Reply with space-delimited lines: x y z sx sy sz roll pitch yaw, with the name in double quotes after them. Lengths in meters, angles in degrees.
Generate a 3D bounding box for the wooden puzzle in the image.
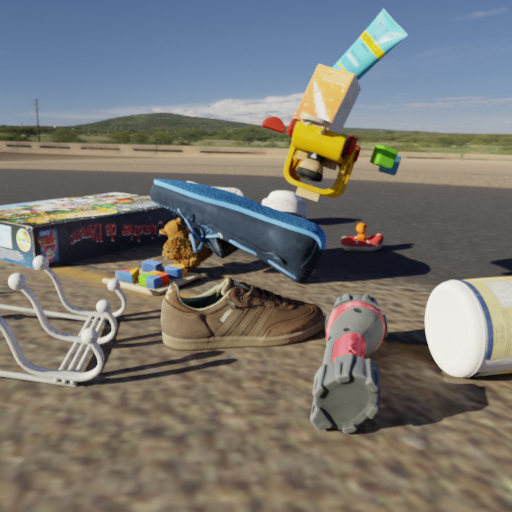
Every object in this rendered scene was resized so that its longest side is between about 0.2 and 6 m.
-1.744 0.323 9.506 1.200 0.300 1.296 9 15 35 "wooden puzzle"

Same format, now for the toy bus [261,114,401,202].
0.885 -1.292 7.999 1.907 0.985 1.800 13 9 -32 "toy bus"

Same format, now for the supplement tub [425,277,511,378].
2.675 0.738 6.015 1.419 1.024 1.024 -3 13 -12 "supplement tub"

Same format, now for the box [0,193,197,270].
-4.011 -0.747 12.943 3.107 0.857 4.549 9 16 35 "box"

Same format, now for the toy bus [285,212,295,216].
0.674 -0.997 15.028 0.333 0.401 1.023 1 12 31 "toy bus"

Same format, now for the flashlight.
1.008 0.983 5.710 0.724 0.721 2.131 4 12 9 "flashlight"

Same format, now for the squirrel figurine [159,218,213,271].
-1.313 -0.205 10.021 0.688 0.908 0.973 -28 10 11 "squirrel figurine"

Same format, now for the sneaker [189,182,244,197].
-1.518 -1.831 18.030 2.427 0.946 1.206 10 7 4 "sneaker"

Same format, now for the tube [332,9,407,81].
1.989 -3.839 11.146 2.068 0.801 0.521 -43 -20 26 "tube"

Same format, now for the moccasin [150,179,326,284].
-0.495 -0.433 9.675 3.321 1.132 1.336 23 19 22 "moccasin"

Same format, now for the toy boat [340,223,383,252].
2.286 -0.414 12.089 0.902 0.590 0.589 1 13 6 "toy boat"

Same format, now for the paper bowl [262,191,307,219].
0.778 -1.367 15.285 1.245 0.647 1.245 7 -9 1 "paper bowl"

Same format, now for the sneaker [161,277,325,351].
-0.108 0.658 6.913 2.102 0.794 0.740 -5 14 -19 "sneaker"

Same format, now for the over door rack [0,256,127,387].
-3.112 0.690 6.412 2.950 0.983 2.179 -1 12 -6 "over door rack"

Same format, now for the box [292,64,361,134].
1.192 -2.556 9.559 0.710 1.142 0.556 25 -1 25 "box"
